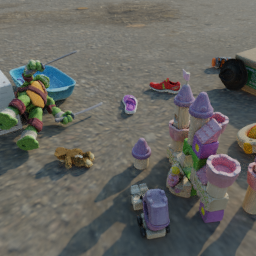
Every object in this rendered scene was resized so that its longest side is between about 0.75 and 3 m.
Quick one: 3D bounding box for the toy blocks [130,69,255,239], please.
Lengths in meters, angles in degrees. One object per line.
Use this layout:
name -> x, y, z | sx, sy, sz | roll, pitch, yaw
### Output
toy blocks -> 1.377, 0.372, 5.946 | 2.825, 2.378, 2.640 | -8, 36, -11

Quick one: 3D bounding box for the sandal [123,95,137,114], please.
sandal -> 0.095, -0.894, 9.613 | 0.504, 0.304, 1.237 | -4, 35, -5

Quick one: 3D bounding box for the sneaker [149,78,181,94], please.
sneaker -> 1.392, -1.652, 10.533 | 1.198, 0.509, 0.461 | 8, 35, 12

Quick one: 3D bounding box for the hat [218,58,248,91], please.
hat -> 3.685, -1.919, 10.219 | 0.527, 1.308, 1.308 | -13, 36, -25

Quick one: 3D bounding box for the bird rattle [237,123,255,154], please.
bird rattle -> 3.889, 0.097, 7.545 | 1.822, 1.259, 2.234 | -9, 29, 16

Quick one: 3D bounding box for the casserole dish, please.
casserole dish -> -3.156, -1.644, 10.315 | 1.811, 0.580, 2.990 | -18, 35, -33

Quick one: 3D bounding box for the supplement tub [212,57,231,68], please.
supplement tub -> 4.130, -2.898, 12.382 | 0.768, 0.471, 0.471 | 0, 35, 1

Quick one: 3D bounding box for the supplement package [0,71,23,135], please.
supplement package -> -4.909, -0.660, 8.187 | 2.755, 1.528, 2.146 | -21, 40, -28

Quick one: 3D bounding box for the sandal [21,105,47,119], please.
sandal -> -3.059, -0.729, 9.361 | 0.532, 0.319, 1.415 | 14, 37, 19

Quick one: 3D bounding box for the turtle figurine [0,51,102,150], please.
turtle figurine -> -2.315, -0.826, 7.939 | 2.716, 1.955, 2.634 | 11, 47, 4

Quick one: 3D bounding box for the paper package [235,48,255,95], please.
paper package -> 5.560, -2.019, 10.372 | 2.393, 1.299, 2.511 | -20, 40, -27

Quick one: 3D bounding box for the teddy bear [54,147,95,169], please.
teddy bear -> -1.374, 0.781, 7.227 | 1.043, 0.348, 0.756 | 1, 41, -12
